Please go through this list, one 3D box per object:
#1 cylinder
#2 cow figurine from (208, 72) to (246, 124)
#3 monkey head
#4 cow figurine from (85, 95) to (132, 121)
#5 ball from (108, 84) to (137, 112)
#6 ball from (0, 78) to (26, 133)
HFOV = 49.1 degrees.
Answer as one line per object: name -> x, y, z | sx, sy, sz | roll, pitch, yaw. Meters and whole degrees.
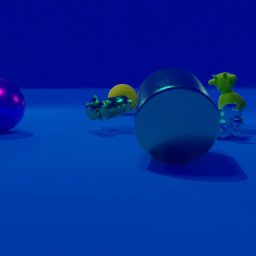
cylinder -> 0.735, -0.245, 4.553 | 1.236, 1.236, 1.236 | 1, 24, 3
cow figurine -> 2.646, -0.761, 7.448 | 0.730, 1.330, 1.309 | -9, -34, 40
monkey head -> 2.167, -0.233, 6.411 | 1.277, 0.919, 0.770 | -10, 30, -8
cow figurine -> -0.466, -0.534, 7.190 | 1.207, 0.662, 1.188 | -16, -2, -3
ball -> -0.223, -1.194, 11.583 | 1.217, 1.217, 1.217 | 0, 9, 0
ball -> -3.300, -0.562, 7.017 | 1.380, 1.380, 1.380 | 0, 9, 0
